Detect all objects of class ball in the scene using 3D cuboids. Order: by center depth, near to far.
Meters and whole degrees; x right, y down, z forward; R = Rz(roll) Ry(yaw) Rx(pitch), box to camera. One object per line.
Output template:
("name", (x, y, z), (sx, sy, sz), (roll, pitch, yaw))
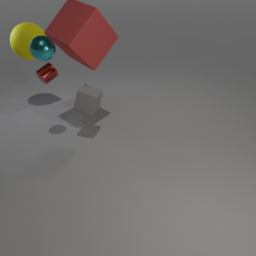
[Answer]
("ball", (-2.378, -2.214, 7.808), (0.700, 0.700, 0.700), (0, 29, 0))
("ball", (-3.849, -3.375, 10.940), (1.400, 1.400, 1.400), (0, 29, 0))

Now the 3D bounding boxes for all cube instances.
("cube", (-1.450, -2.942, 8.855), (1.400, 1.400, 1.400), (34, -2, 33))
("cube", (-1.330, -0.955, 9.464), (0.700, 0.700, 0.700), (20, 29, 3))

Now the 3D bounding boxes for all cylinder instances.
("cylinder", (-3.543, -2.385, 12.279), (0.700, 0.700, 0.700), (-43, 46, -18))
